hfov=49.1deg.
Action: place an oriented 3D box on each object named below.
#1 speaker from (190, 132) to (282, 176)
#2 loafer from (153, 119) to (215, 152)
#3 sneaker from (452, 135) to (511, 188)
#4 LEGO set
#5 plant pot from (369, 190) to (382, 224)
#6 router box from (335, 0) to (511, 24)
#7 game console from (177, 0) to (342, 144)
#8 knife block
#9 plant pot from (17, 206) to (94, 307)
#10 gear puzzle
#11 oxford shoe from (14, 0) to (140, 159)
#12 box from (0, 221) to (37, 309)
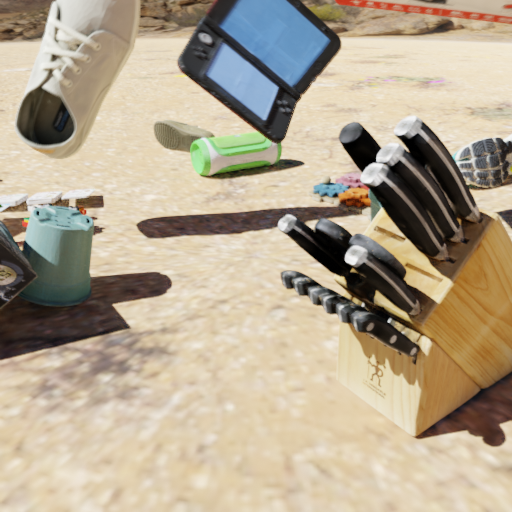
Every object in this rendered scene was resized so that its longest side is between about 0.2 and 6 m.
[{"bbox_3d":[-0.438,-2.340,12.663,1.987,0.879,0.879,-14,29,-27],"label":"speaker"},{"bbox_3d":[-1.820,-3.036,14.341,1.870,0.711,0.631,25,33,23],"label":"loafer"},{"bbox_3d":[5.000,-2.056,12.257,2.684,1.040,1.069,-16,11,-39],"label":"sneaker"},{"bbox_3d":[-3.949,-0.737,10.032,1.824,0.599,2.442,-5,16,-6],"label":"LEGO set"},{"bbox_3d":[2.266,-0.541,8.443,1.318,1.291,1.318,0,27,0],"label":"plant pot"},{"bbox_3d":[2.105,-3.507,6.618,2.694,0.658,2.417,14,12,16],"label":"router box"},{"bbox_3d":[0.082,-2.369,6.592,1.564,0.928,1.348,34,51,-20],"label":"game console"},{"bbox_3d":[1.791,-0.004,5.369,3.425,3.007,1.096,-18,32,-32],"label":"knife block"},{"bbox_3d":[-2.628,-0.038,7.406,1.065,1.043,1.065,16,20,-6],"label":"plant pot"},{"bbox_3d":[2.447,-1.099,10.618,1.522,0.385,2.938,-21,33,-37],"label":"gear puzzle"},{"bbox_3d":[-2.628,-2.912,8.154,1.272,3.382,0.977,29,20,2],"label":"oxford shoe"},{"bbox_3d":[-3.721,0.166,6.797,1.529,0.804,1.867,-44,40,-11],"label":"box"}]
